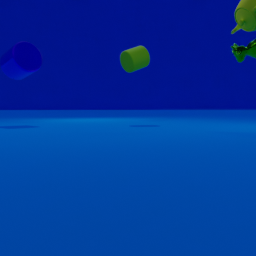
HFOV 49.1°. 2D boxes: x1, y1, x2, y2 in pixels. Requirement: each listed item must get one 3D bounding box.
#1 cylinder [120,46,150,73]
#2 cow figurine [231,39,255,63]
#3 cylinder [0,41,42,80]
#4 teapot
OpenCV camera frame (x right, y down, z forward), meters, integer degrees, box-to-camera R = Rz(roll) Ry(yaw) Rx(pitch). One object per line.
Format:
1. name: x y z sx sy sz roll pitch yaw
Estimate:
1. cylinder: 0.264 -2.617 10.643 0.827 0.827 0.827 -27 18 -30
2. cow figurine: 3.176 -2.060 7.143 0.909 0.507 0.924 17 -45 -19
3. cylinder: -3.840 -2.397 10.074 1.102 1.102 1.102 -11 -5 44
4. teapot: 3.401 -3.125 7.817 0.804 1.021 1.642 -39 -2 -6
